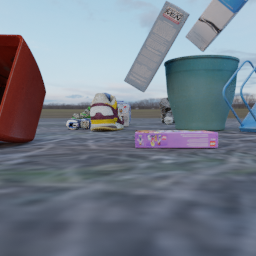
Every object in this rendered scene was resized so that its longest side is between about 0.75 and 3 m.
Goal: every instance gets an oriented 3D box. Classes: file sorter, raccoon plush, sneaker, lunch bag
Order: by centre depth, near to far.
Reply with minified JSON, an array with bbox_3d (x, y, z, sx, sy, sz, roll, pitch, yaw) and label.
[{"bbox_3d":[3.919,-0.938,7.040,1.668,1.474,2.403,-49,24,-18],"label":"file sorter"},{"bbox_3d":[-0.620,-0.530,9.027,0.975,1.172,2.602,0,2,1],"label":"sneaker"},{"bbox_3d":[-1.527,-0.093,9.115,0.941,0.379,0.689,5,13,-4],"label":"sneaker"},{"bbox_3d":[-0.551,-0.737,13.722,1.477,1.184,0.558,-2,3,-13],"label":"lunch bag"},{"bbox_3d":[2.123,-0.512,15.300,1.246,1.726,2.576,16,40,19],"label":"raccoon plush"},{"bbox_3d":[-2.290,-0.727,16.111,2.270,0.967,0.886,1,3,34],"label":"sneaker"}]

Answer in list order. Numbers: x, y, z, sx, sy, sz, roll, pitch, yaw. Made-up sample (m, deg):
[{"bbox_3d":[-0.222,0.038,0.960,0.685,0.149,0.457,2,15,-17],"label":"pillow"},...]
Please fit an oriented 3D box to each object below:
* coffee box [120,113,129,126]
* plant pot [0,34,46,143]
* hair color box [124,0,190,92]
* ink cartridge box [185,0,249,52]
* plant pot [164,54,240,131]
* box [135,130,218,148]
[{"bbox_3d":[-0.668,-0.345,11.743,1.427,0.570,0.807,0,2,1],"label":"coffee box"},{"bbox_3d":[-2.125,-0.464,4.418,1.492,1.490,1.315,6,-15,14],"label":"plant pot"},{"bbox_3d":[0.814,-2.266,7.876,0.712,2.348,1.162,31,25,0],"label":"hair color box"},{"bbox_3d":[2.849,-3.532,8.795,1.403,0.817,1.941,-45,-5,-45],"label":"ink cartridge box"},{"bbox_3d":[2.262,-0.987,8.720,2.262,2.125,2.262,-1,2,0],"label":"plant pot"},{"bbox_3d":[0.681,0.153,4.242,1.151,0.225,0.788,0,2,1],"label":"box"}]
